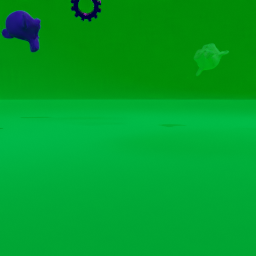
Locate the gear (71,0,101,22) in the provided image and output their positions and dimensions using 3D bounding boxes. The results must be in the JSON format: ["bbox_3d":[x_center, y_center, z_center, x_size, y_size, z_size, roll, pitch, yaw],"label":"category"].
[{"bbox_3d":[-1.515,-4.434,10.145,1.095,1.095,0.203,-1,39,-6],"label":"gear"}]

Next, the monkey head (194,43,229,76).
[{"bbox_3d":[2.193,-1.852,7.512,1.049,0.632,0.755,-37,24,13],"label":"monkey head"}]

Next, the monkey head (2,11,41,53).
[{"bbox_3d":[-2.450,-2.244,6.551,1.227,0.883,0.740,-7,1,45],"label":"monkey head"}]
